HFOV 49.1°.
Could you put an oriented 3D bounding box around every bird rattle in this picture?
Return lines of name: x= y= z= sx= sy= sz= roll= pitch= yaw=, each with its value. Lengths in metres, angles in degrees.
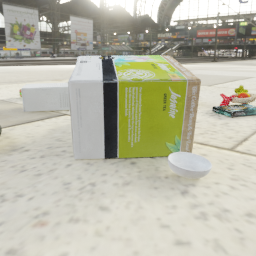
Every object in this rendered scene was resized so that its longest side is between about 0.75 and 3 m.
bird rattle: x=4.659 y=-1.308 z=11.726 sx=1.541 sy=0.868 sz=1.257 roll=-12 pitch=17 yaw=-35

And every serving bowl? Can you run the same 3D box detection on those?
serving bowl: x=1.153 y=0.744 z=5.339 sx=0.826 sy=0.272 sz=0.826 roll=6 pitch=19 yaw=-2

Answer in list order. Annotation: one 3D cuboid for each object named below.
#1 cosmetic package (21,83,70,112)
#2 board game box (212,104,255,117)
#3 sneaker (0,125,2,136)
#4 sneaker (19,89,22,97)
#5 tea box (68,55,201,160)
cosmetic package: x=-2.808 y=-1.303 z=11.483 sx=2.740 sy=0.976 sz=1.390 roll=-3 pitch=16 yaw=-11
board game box: x=4.233 y=-0.674 z=10.632 sx=1.664 sy=0.234 sz=1.125 roll=-5 pitch=16 yaw=-20
sneaker: x=-3.656 y=0.030 z=7.207 sx=0.886 sy=0.766 sz=2.024 roll=-5 pitch=15 yaw=-38
sneaker: x=-4.756 y=-1.783 z=13.972 sx=1.578 sy=0.606 sz=0.661 roll=12 pitch=23 yaw=32
tea box: x=0.026 y=-0.683 z=7.013 sx=2.707 sy=1.838 sz=2.751 roll=-1 pitch=25 yaw=-7
